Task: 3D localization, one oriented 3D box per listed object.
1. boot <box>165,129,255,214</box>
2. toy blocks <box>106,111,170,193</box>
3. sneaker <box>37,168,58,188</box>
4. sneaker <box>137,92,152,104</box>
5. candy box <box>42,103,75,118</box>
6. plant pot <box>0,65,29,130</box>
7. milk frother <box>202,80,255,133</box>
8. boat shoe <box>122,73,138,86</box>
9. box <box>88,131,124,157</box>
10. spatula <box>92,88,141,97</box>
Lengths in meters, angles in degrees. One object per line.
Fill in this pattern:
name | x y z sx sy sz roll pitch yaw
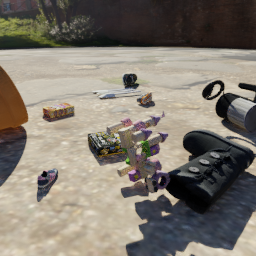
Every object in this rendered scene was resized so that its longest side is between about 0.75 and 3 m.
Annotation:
boot | 1.817 0.990 7.575 2.270 0.904 2.754 15 30 41
toy blocks | 0.565 0.489 7.002 1.414 1.570 1.680 -20 16 -29
sneaker | -2.124 1.236 7.475 0.309 0.361 0.880 4 21 11
sneaker | 0.910 -1.616 14.930 0.488 0.494 1.263 4 19 32
candy box | -3.215 -0.838 13.010 1.269 0.358 0.741 -20 29 -39
plant pot | -5.302 -0.932 10.541 1.870 2.672 2.672 -35 37 -30
milk frother | 4.198 -0.928 11.166 1.994 1.799 1.875 -4 20 -18
boat shoe | 0.130 -3.341 18.959 0.688 0.863 2.282 -2 20 13
box | -0.688 0.485 9.524 1.097 0.339 1.374 -7 22 -22
spatula | -0.657 -2.123 16.734 2.637 0.212 1.834 -8 16 -22
